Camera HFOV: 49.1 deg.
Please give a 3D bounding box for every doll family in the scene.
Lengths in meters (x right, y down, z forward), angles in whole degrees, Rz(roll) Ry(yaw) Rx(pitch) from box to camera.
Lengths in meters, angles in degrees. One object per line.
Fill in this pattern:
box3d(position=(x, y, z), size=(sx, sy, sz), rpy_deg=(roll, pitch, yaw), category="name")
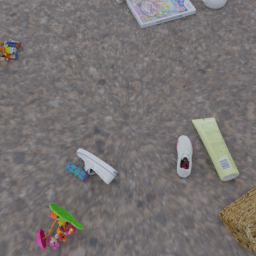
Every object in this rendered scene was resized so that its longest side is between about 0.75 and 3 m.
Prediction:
box3d(position=(-4.923, -3.345, 11.543), size=(0.716, 0.520, 1.154), rpy_deg=(1, 60, 1), category="doll family")

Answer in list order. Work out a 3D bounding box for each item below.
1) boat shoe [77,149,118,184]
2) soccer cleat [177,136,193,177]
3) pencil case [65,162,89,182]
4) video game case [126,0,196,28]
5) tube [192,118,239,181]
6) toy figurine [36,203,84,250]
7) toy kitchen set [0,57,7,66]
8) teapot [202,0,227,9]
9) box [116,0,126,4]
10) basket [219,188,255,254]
box3d(position=(-1.104, 1.184, 8.795), size=(1.691, 0.622, 0.553), rpy_deg=(25, 73, 38), category="boat shoe")
box3d(position=(1.874, 0.843, 9.096), size=(0.531, 0.656, 1.521), rpy_deg=(5, 60, 3), category="soccer cleat")
box3d(position=(-1.636, 1.406, 8.967), size=(0.753, 0.321, 0.348), rpy_deg=(28, 89, 14), category="pencil case")
box3d(position=(1.508, -5.677, 13.025), size=(2.706, 0.244, 1.937), rpy_deg=(-19, 62, -11), category="video game case")
box3d(position=(2.934, 0.608, 9.334), size=(0.598, 0.669, 2.304), rpy_deg=(-34, 55, 26), category="tube")
box3d(position=(-2.017, 2.917, 7.838), size=(1.185, 0.889, 1.090), rpy_deg=(33, 82, 11), category="toy figurine")
box3d(position=(-5.331, -2.968, 11.257), size=(0.793, 0.647, 0.715), rpy_deg=(0, 60, 0), category="toy kitchen set")
box3d(position=(4.058, -6.182, 12.955), size=(1.164, 0.861, 1.179), rpy_deg=(17, 63, 9), category="teapot")
box3d(position=(0.277, -6.684, 13.341), size=(1.989, 0.680, 0.817), rpy_deg=(-22, 63, -11), category="box")
box3d(position=(3.854, 2.699, 8.104), size=(1.777, 1.324, 1.268), rpy_deg=(-29, 97, -16), category="basket")
